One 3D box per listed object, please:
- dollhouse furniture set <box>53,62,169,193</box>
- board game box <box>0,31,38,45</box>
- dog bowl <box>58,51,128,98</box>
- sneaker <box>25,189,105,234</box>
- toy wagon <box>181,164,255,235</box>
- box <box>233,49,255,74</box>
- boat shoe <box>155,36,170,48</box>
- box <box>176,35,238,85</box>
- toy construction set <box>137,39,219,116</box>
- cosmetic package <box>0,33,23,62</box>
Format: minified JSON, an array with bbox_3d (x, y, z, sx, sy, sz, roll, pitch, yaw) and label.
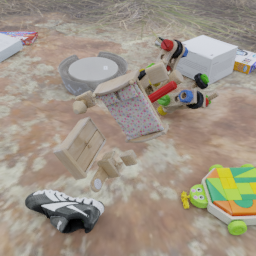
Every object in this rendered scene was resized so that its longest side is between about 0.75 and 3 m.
[{"bbox_3d":[-0.046,0.182,4.211,1.897,1.618,0.926,-16,30,33],"label":"dollhouse furniture set"},{"bbox_3d":[-5.762,-4.371,13.594,2.479,0.241,1.276,-1,39,-1],"label":"board game box"},{"bbox_3d":[-1.217,-1.922,10.041,2.437,0.714,2.437,0,40,0],"label":"dog bowl"},{"bbox_3d":[-1.351,1.700,5.585,1.660,0.552,0.751,8,36,7],"label":"sneaker"},{"bbox_3d":[2.227,1.451,6.006,2.132,0.422,1.654,-1,38,-1],"label":"toy wagon"},{"bbox_3d":[4.426,-2.830,11.486,2.153,0.447,1.282,29,47,29],"label":"box"},{"bbox_3d":[1.745,-3.844,12.765,1.229,0.420,0.459,26,45,30],"label":"boat shoe"},{"bbox_3d":[2.916,-2.616,10.642,1.678,1.096,1.669,-27,46,-30],"label":"box"},{"bbox_3d":[0.922,-1.120,8.345,2.354,2.169,2.822,59,34,0],"label":"toy construction set"},{"bbox_3d":[-5.770,-3.586,12.235,1.828,0.472,1.378,22,52,21],"label":"cosmetic package"}]
